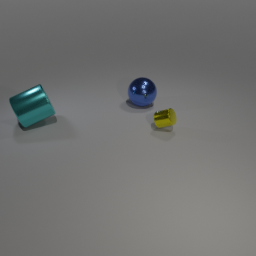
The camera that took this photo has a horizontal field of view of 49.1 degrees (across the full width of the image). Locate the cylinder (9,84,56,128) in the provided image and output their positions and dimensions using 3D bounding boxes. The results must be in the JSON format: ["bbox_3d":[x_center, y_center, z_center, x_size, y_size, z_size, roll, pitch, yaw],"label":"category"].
[{"bbox_3d":[-3.957,-0.919,11.671,1.400,1.400,1.400,-27,36,-10],"label":"cylinder"}]

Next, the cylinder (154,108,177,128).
[{"bbox_3d":[1.510,-0.394,11.366,0.700,0.700,0.700,-13,20,34],"label":"cylinder"}]

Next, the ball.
[{"bbox_3d":[0.684,-1.718,13.390,1.400,1.400,1.400,0,30,0],"label":"ball"}]
